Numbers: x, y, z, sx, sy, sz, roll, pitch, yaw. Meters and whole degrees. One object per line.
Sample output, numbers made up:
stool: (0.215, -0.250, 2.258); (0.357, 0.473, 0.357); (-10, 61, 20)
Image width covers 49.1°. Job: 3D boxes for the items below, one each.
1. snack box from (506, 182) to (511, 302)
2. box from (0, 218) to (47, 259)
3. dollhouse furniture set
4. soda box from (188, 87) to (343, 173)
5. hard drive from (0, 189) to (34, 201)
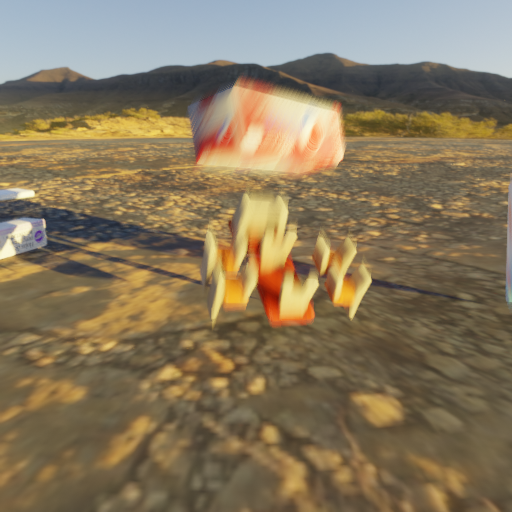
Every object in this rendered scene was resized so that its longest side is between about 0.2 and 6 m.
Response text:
snack box: (3.475, -0.021, 5.178); (2.159, 1.254, 0.401); (10, -21, 4)
box: (-4.113, -0.129, 8.216); (0.491, 0.458, 2.369); (6, 16, 22)
dollhouse furniture set: (0.165, 0.105, 5.983); (1.570, 0.809, 1.553); (1, 41, -19)
soda box: (0.264, -1.945, 9.100); (1.004, 0.909, 2.868); (-11, -4, 38)
hard drive: (-6.430, -1.532, 14.158); (0.838, 0.170, 1.271); (11, 18, 36)
